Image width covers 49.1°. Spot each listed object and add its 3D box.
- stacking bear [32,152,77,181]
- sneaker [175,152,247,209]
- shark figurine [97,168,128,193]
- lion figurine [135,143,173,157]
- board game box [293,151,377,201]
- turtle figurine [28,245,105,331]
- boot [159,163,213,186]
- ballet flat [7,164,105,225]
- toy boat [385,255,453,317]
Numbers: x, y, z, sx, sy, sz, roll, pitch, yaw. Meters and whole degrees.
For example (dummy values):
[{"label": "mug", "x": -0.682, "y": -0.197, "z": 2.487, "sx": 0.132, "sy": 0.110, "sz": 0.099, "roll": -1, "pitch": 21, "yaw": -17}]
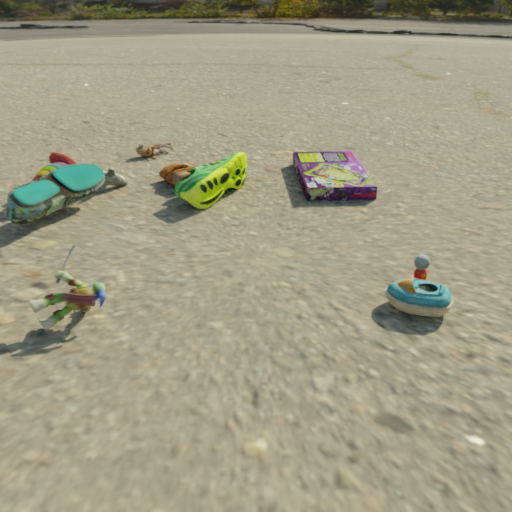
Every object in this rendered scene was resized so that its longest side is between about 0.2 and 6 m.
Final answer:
[{"label": "stacking bear", "x": -4.765, "y": -1.611, "z": 12.815, "sx": 0.870, "sy": 0.929, "sz": 1.531, "roll": 12, "pitch": 37, "yaw": 18}, {"label": "sneaker", "x": -1.008, "y": -1.912, "z": 13.213, "sx": 1.034, "sy": 0.917, "sz": 2.475, "roll": 18, "pitch": 32, "yaw": 24}, {"label": "shark figurine", "x": -3.889, "y": -1.798, "z": 13.492, "sx": 1.463, "sy": 0.610, "sz": 0.874, "roll": 6, "pitch": -7, "yaw": -4}, {"label": "lion figurine", "x": -2.933, "y": -3.056, "z": 16.130, "sx": 0.660, "sy": 0.391, "sz": 1.078, "roll": 4, "pitch": 13, "yaw": 23}, {"label": "board game box", "x": 1.892, "y": -2.063, "z": 14.112, "sx": 1.680, "sy": 0.452, "sz": 2.800, "roll": -5, "pitch": 27, "yaw": 0}, {"label": "turtle figurine", "x": -2.878, "y": 0.605, "z": 8.501, "sx": 1.034, "sy": 0.767, "sz": 1.066, "roll": -30, "pitch": 63, "yaw": -24}, {"label": "boot", "x": -1.597, "y": -2.081, "z": 14.079, "sx": 1.492, "sy": 0.572, "sz": 1.158, "roll": -28, "pitch": 34, "yaw": -31}, {"label": "ballet flat", "x": -4.341, "y": -1.327, "z": 12.080, "sx": 0.939, "sy": 0.939, "sz": 2.528, "roll": 15, "pitch": 27, "yaw": 26}, {"label": "toy boat", "x": 2.610, "y": 0.464, "z": 8.966, "sx": 1.039, "sy": 0.575, "sz": 1.237, "roll": 7, "pitch": 28, "yaw": 15}]
